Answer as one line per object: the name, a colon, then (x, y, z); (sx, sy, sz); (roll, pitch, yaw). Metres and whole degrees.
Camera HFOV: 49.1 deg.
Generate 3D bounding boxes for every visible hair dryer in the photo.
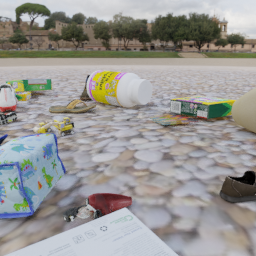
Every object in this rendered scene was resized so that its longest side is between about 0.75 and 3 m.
hair dryer: (-0.311, 1.255, 4.020); (0.832, 0.297, 1.092); (28, 31, 24)

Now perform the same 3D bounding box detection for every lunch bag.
lunch bag: (-2.060, 0.718, 4.551); (1.621, 1.033, 1.379); (-9, 14, 13)

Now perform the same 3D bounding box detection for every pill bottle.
pill bottle: (-0.376, -1.722, 12.322); (2.848, 1.485, 1.485); (13, 20, 38)

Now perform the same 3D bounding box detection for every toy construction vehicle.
toy construction vehicle: (-2.142, -0.085, 8.375); (1.203, 0.423, 1.047); (-10, 18, -33)

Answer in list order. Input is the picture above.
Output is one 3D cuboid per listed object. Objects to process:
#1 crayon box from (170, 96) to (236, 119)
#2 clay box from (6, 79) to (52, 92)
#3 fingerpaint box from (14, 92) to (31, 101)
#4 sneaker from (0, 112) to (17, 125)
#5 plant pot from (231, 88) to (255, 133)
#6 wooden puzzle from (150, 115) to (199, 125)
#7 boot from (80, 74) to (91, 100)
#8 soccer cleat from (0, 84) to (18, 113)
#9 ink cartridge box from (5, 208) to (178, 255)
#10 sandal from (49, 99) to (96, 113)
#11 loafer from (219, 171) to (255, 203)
crayon box: (2.815, -0.794, 10.378); (1.648, 0.557, 1.911); (-8, 14, -31)
clay box: (-5.697, -2.396, 15.797); (1.635, 0.677, 2.846); (-11, 13, -42)
fingerpaint box: (-5.357, -1.597, 14.007); (0.786, 0.345, 0.942); (-1, 15, -4)
sneaker: (-4.221, -0.293, 9.430); (0.425, 0.386, 1.002); (-7, 4, 26)
plant pot: (3.955, -0.520, 8.034); (1.781, 1.781, 1.902); (-6, 3, -20)
wooden puzzle: (1.459, -0.280, 9.484); (1.086, 0.129, 1.831); (-6, 12, -20)
boot: (-2.026, -2.090, 14.321); (0.863, 1.120, 2.311); (-1, 15, -2)
soccer cleat: (-5.092, -1.348, 11.722); (0.868, 1.078, 2.530); (-6, 17, -23)
ink cartridge box: (-0.234, 1.550, 2.525); (1.755, 0.357, 1.758); (-11, 22, -33)
sandal: (-2.209, -0.890, 11.108); (1.868, 0.504, 0.750); (-2, 14, -2)
loafer: (2.136, 0.935, 4.638); (1.247, 0.445, 0.455); (-5, 16, -16)
